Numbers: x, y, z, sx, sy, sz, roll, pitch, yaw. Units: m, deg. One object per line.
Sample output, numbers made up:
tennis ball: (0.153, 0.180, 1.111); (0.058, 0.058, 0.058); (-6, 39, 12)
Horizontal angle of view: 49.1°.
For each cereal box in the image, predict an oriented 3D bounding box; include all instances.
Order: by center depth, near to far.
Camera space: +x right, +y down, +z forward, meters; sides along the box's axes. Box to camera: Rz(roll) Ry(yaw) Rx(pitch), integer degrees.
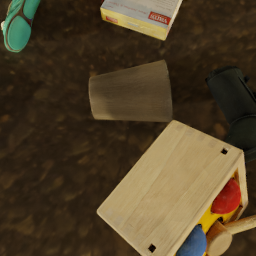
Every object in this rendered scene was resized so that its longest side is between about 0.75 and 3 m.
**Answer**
cereal box: (0.636, -4.031, 8.184); (1.974, 0.542, 2.744); (21, 72, 8)

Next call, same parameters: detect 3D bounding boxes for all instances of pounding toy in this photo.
pounding toy: (1.400, 1.587, 5.241); (1.940, 2.729, 2.512); (29, 71, 39)

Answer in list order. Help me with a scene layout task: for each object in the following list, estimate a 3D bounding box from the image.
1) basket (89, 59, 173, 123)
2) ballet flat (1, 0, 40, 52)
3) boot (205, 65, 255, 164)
basket: (0.047, -0.792, 6.698); (1.808, 1.230, 1.630); (-7, 61, 2)
ballet flat: (-3.080, -3.004, 7.821); (0.768, 0.735, 2.183); (1, 68, 27)
boot: (2.331, -0.350, 6.060); (2.512, 0.929, 2.058); (-13, 75, -52)
